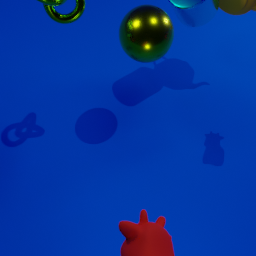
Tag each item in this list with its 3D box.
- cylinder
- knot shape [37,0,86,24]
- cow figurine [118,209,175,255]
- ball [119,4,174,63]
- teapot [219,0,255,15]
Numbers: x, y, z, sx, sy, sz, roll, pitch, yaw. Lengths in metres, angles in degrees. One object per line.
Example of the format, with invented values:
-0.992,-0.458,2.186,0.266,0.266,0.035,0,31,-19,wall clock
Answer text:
1.497,-3.004,6.406,1.041,1.041,1.041,-2,86,23,cylinder
-1.301,-2.387,4.784,1.051,0.519,1.123,-17,108,-40,knot shape
-0.140,1.708,3.248,0.830,1.512,1.488,30,62,-35,cow figurine
0.372,-1.906,5.708,1.126,1.126,1.126,0,66,0,ball
2.735,-3.368,6.701,1.990,1.238,0.975,45,71,8,teapot
